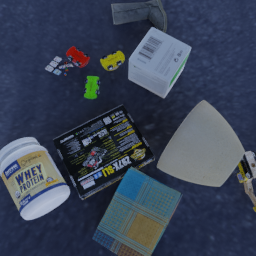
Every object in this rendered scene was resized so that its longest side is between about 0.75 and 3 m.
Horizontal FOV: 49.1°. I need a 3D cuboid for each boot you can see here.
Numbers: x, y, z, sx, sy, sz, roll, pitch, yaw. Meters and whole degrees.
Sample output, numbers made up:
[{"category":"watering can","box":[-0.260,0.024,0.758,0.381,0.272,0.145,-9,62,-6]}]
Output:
[{"category":"boot","box":[0.398,-4.222,10.691,1.952,0.708,1.775,-7,57,-10]}]

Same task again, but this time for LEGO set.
[{"category":"LEGO set","box":[-2.488,-2.209,10.304,0.908,0.223,0.678,28,69,22]}]

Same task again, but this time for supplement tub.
[{"category":"supplement tub","box":[-2.832,1.454,8.308,1.494,1.494,2.069,-33,72,-11]}]

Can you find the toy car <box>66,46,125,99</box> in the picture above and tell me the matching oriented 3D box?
[{"category":"toy car","box":[-1.232,-1.890,10.010,2.115,0.472,1.990,5,72,1]}]

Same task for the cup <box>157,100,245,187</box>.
[{"category":"cup","box":[2.223,0.665,8.010,1.724,2.411,2.411,35,75,18]}]

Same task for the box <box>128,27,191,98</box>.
[{"category":"box","box":[1.037,-2.207,9.650,1.571,1.346,1.564,31,74,8]}]

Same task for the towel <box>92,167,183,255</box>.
[{"category":"towel","box":[0.249,2.522,8.015,1.742,0.258,2.376,27,85,15]}]

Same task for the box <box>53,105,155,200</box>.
[{"category":"box","box":[-0.778,0.715,8.966,2.617,0.646,2.090,-28,73,-10]}]

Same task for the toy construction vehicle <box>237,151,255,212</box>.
[{"category":"toy construction vehicle","box":[4.428,1.302,8.855,1.992,0.806,2.288,-12,74,-16]}]
